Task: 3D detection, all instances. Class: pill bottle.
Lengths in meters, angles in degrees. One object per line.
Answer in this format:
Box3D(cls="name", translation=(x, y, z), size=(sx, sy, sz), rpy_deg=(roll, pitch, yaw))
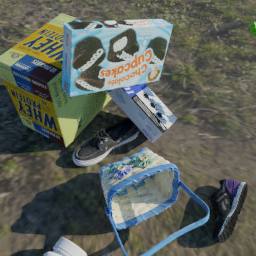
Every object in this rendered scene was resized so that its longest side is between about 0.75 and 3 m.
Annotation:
Box3D(cls="pill bottle", translation=(-1.753, 3.505, 6.318), size=(1.033, 1.033, 1.807), rpy_deg=(24, 55, 19))

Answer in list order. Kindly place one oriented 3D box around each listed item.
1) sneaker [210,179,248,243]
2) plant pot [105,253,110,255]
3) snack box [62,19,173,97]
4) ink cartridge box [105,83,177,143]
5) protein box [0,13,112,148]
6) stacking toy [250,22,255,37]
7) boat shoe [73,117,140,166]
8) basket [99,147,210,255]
Box3D(cls="sneaker", translation=(2.600, 2.237, 7.735), size=(0.825, 0.713, 1.884), rpy_deg=(12, 50, 38))
Box3D(cls="plant pot", translation=(-0.692, 3.973, 5.745), size=(2.018, 1.426, 1.426), rpy_deg=(-35, 59, -19))
Box3D(cls="snack box", translation=(-0.246, -1.823, 7.097), size=(2.832, 1.645, 0.525), rpy_deg=(-16, 45, -31))
Box3D(cls="ink cartridge box", translation=(0.316, -0.913, 9.246), size=(2.743, 0.607, 1.290), rpy_deg=(48, 38, 3))
Box3D(cls="protein box", translation=(-2.118, -1.561, 9.247), size=(1.979, 2.912, 2.933), rpy_deg=(25, 55, 19))
Box3D(cls="stacking toy", translation=(4.612, -2.617, 7.885), size=(0.483, 1.549, 2.055), rpy_deg=(-15, 74, -46))
Box3D(cls="boat shoe", translation=(-0.677, 0.345, 9.044), size=(2.476, 0.820, 0.866), rpy_deg=(-25, 55, -19))
Box3D(cls="basket", translation=(0.432, 1.851, 7.178), size=(2.266, 1.787, 2.570), rpy_deg=(-23, 45, -19))
